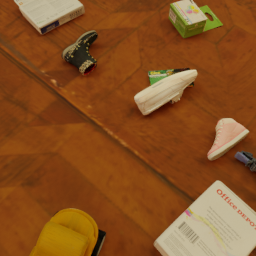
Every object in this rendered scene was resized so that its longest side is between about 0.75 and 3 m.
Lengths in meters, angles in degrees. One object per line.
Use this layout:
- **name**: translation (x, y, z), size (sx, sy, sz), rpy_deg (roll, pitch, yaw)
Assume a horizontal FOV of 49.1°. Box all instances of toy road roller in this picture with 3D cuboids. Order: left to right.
- **toy road roller**: translation (-1.444, 2.785, 5.835), size (1.354, 1.608, 2.203), rpy_deg (21, 67, 8)

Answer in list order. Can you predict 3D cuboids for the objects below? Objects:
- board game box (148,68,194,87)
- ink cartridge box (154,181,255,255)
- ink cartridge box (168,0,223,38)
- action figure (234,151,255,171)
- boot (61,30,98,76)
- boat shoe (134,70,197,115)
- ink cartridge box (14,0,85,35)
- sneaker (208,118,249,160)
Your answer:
- **board game box**: translation (1.400, -1.607, 9.184), size (1.396, 0.164, 0.731), rpy_deg (-5, 64, -3)
- **ink cartridge box**: translation (1.888, 2.510, 6.488), size (2.123, 0.899, 1.534), rpy_deg (-38, 68, -17)
- **ink cartridge box**: translation (2.533, -4.162, 10.303), size (1.695, 0.642, 1.253), rpy_deg (-22, 63, -10)
- **action figure**: translation (4.323, 0.901, 7.142), size (2.724, 1.425, 2.635), rpy_deg (31, 57, 17)
- **boot**: translation (-1.345, -2.529, 9.478), size (1.509, 0.545, 1.140), rpy_deg (-42, 71, -14)
- **boat shoe**: translation (1.255, -1.094, 8.599), size (2.167, 0.780, 0.742), rpy_deg (-31, 111, -18)
- **ink cartridge box**: translation (-3.003, -4.623, 10.691), size (1.962, 0.399, 1.966), rpy_deg (-35, 67, -17)
- **sneaker**: translation (2.629, 0.261, 7.918), size (1.534, 0.577, 0.802), rpy_deg (-31, 68, -22)
